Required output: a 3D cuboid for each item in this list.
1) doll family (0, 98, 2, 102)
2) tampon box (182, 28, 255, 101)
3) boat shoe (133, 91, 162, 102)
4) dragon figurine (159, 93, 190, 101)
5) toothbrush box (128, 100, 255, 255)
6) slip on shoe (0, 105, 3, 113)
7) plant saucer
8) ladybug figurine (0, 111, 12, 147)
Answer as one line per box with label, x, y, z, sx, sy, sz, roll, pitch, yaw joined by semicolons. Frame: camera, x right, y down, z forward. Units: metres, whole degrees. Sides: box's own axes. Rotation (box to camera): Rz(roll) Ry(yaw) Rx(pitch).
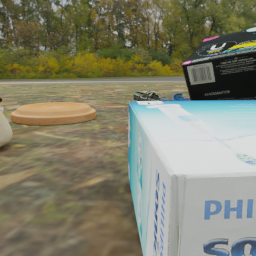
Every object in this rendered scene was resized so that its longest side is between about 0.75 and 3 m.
doll family;-4.461;-0.690;8.707;1.203;0.747;0.542;-22;49;19
tampon box;3.358;-1.825;8.954;2.231;1.879;2.977;-4;29;32
boat shoe;0.913;-1.253;12.124;0.760;0.684;2.149;-8;14;-36
dragon figurine;2.036;-0.873;10.111;1.231;0.729;2.475;8;15;33
toothbrush box;1.029;0.417;2.605;1.922;1.120;2.626;-1;11;-5
slip on shoe;-5.319;-0.975;10.314;1.039;0.828;2.732;-7;14;-33
plant saucer;-2.412;-0.538;9.223;2.701;0.436;2.701;0;10;0
ladybug figurine;-3.767;-0.104;5.379;2.946;1.060;2.000;0;11;0
